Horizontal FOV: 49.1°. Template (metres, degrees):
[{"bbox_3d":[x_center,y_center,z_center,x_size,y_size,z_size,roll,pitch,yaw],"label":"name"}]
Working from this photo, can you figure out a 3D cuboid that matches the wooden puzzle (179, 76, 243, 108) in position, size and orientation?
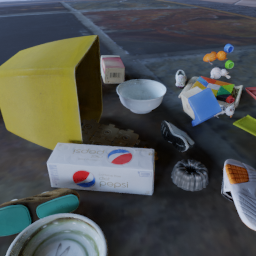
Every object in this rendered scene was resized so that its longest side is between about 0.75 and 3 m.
[{"bbox_3d":[3.711,-1.689,12.383,2.451,0.456,2.267,14,35,21],"label":"wooden puzzle"}]

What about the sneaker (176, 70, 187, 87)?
[{"bbox_3d":[2.581,-2.514,13.435,0.550,0.731,1.468,3,31,7],"label":"sneaker"}]

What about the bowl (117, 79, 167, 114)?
[{"bbox_3d":[0.526,-1.172,11.166,1.969,0.885,1.969,0,33,0],"label":"bowl"}]

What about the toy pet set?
[{"bbox_3d":[3.164,-1.225,9.940,2.366,2.534,1.346,-26,38,-8],"label":"toy pet set"}]

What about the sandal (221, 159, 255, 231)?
[{"bbox_3d":[2.717,1.641,6.823,0.937,0.701,2.445,21,31,2],"label":"sandal"}]

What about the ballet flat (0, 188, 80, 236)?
[{"bbox_3d":[-2.294,1.879,6.613,2.278,0.773,0.824,-15,15,-22],"label":"ballet flat"}]

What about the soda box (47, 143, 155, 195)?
[{"bbox_3d":[-0.671,1.083,7.613,2.781,0.885,0.947,4,33,5],"label":"soda box"}]

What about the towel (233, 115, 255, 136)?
[{"bbox_3d":[4.820,0.135,9.760,0.912,0.191,2.119,-20,37,-30],"label":"towel"}]

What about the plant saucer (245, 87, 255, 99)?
[{"bbox_3d":[5.901,-1.492,12.312,1.113,0.204,1.111,-5,33,-6],"label":"plant saucer"}]

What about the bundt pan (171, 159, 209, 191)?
[{"bbox_3d":[1.749,1.245,7.818,1.066,0.400,1.066,1,33,0],"label":"bundt pan"}]

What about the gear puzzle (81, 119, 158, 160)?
[{"bbox_3d":[-0.420,0.550,8.881,2.885,0.378,1.494,16,41,14],"label":"gear puzzle"}]

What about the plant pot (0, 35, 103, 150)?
[{"bbox_3d":[-2.440,-1.143,9.054,2.642,2.996,2.995,4,35,6],"label":"plant pot"}]

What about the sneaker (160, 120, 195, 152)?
[{"bbox_3d":[1.604,0.249,9.335,0.595,0.554,1.500,-9,38,-31],"label":"sneaker"}]

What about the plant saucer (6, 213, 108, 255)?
[{"bbox_3d":[-1.374,2.616,5.556,1.977,0.496,1.977,-1,33,0],"label":"plant saucer"}]

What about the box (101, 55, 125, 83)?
[{"bbox_3d":[-0.771,-2.905,13.796,0.988,0.842,1.545,-3,36,-13],"label":"box"}]
